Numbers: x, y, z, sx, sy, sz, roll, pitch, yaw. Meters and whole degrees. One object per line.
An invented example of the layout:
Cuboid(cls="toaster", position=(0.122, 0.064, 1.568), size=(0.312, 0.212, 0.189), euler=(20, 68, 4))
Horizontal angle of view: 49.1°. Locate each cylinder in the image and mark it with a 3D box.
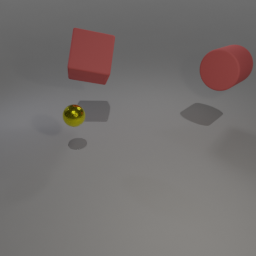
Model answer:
Cuboid(cls="cylinder", position=(3.453, -2.130, 9.822), size=(1.400, 1.400, 1.400), euler=(23, 32, 33))

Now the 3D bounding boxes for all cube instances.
Cuboid(cls="cube", position=(-1.309, -2.447, 9.820), size=(1.400, 1.400, 1.400), euler=(8, -6, -10))

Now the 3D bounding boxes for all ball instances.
Cuboid(cls="ball", position=(-1.667, -0.380, 8.653), size=(0.700, 0.700, 0.700), euler=(0, 30, 0))
